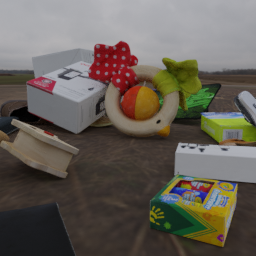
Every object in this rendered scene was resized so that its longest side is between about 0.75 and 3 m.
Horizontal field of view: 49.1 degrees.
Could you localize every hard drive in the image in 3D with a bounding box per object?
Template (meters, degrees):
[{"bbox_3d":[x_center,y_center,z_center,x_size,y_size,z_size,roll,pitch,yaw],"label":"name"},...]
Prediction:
[{"bbox_3d":[-3.830,0.078,6.743,1.628,0.384,2.334,0,11,-2],"label":"hard drive"}]

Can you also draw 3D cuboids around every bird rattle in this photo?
[{"bbox_3d":[0.298,-0.977,7.045,2.892,2.358,1.629,12,-16,4],"label":"bird rattle"}]

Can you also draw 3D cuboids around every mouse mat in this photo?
[{"bbox_3d":[1.698,-0.948,9.864,2.666,0.100,2.145,4,39,38],"label":"mouse mat"}]

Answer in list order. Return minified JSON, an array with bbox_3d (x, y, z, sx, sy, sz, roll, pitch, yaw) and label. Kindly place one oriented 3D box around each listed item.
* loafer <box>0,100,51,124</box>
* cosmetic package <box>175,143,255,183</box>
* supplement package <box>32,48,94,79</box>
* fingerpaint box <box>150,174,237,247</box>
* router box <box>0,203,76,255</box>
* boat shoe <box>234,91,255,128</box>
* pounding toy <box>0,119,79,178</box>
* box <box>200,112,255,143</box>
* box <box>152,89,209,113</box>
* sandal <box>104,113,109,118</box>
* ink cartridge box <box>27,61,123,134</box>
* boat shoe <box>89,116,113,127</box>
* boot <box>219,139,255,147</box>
[{"bbox_3d":[-2.656,-0.471,8.823,2.466,0.900,0.875,-11,24,-25],"label":"loafer"},{"bbox_3d":[1.584,0.522,4.334,1.651,0.418,0.682,3,12,14],"label":"cosmetic package"},{"bbox_3d":[-2.087,-2.000,12.001,2.256,2.272,2.994,-4,9,21],"label":"supplement package"},{"bbox_3d":[0.737,0.817,3.020,0.734,0.323,0.880,6,12,28],"label":"fingerpaint box"},{"bbox_3d":[-1.240,1.066,0.867,2.364,0.617,1.859,-4,12,-22],"label":"router box"},{"bbox_3d":[2.660,-0.262,5.960,0.392,1.093,0.371,-36,-5,-25],"label":"boat shoe"},{"bbox_3d":[-1.590,0.472,4.612,1.669,0.958,0.955,21,-7,38],"label":"pounding toy"},{"bbox_3d":[2.632,-0.039,7.095,1.235,0.483,2.025,0,11,2],"label":"box"},{"bbox_3d":[1.996,-1.173,11.987,1.704,0.952,2.415,-8,13,-25],"label":"box"},{"bbox_3d":[-1.083,-0.841,9.962,1.553,0.617,0.443,38,45,7],"label":"sandal"},{"bbox_3d":[-1.424,-1.038,8.253,1.771,1.017,2.439,21,35,20],"label":"ink cartridge box"},{"bbox_3d":[-1.056,-0.305,8.611,1.359,0.451,0.503,5,12,25],"label":"boat shoe"},{"bbox_3d":[2.262,0.368,5.288,1.068,0.394,0.826,5,7,11],"label":"boot"}]
